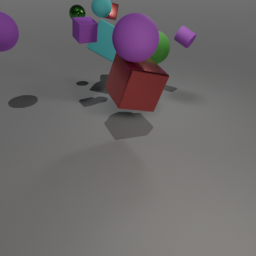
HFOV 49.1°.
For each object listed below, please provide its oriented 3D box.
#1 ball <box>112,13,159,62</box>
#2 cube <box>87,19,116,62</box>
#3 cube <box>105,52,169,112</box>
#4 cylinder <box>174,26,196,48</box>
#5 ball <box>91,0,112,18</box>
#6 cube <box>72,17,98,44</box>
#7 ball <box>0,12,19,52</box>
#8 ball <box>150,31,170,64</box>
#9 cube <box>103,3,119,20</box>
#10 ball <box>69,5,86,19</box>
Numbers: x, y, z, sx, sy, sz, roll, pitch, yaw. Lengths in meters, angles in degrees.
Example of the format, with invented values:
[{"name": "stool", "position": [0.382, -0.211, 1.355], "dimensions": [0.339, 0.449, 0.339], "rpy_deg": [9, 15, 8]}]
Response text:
[{"name": "ball", "position": [0.226, -2.673, 8.338], "dimensions": [1.400, 1.400, 1.400], "rpy_deg": [0, 29, 0]}, {"name": "cube", "position": [-0.820, -3.947, 12.949], "dimensions": [1.400, 1.400, 1.400], "rpy_deg": [29, 13, 2]}, {"name": "cube", "position": [0.249, -1.525, 9.321], "dimensions": [1.400, 1.400, 1.400], "rpy_deg": [3, 34, -30]}, {"name": "cylinder", "position": [2.502, -3.977, 12.261], "dimensions": [0.700, 0.700, 0.700], "rpy_deg": [39, 40, 10]}, {"name": "ball", "position": [-0.899, -4.146, 9.562], "dimensions": [0.700, 0.700, 0.700], "rpy_deg": [0, 29, 0]}, {"name": "cube", "position": [-1.550, -3.524, 10.069], "dimensions": [0.700, 0.700, 0.700], "rpy_deg": [-14, 44, -27]}, {"name": "ball", "position": [-4.725, -3.507, 10.208], "dimensions": [1.400, 1.400, 1.400], "rpy_deg": [0, 29, 0]}, {"name": "ball", "position": [1.082, -3.421, 11.910], "dimensions": [1.400, 1.400, 1.400], "rpy_deg": [0, 29, 0]}, {"name": "cube", "position": [-0.876, -5.432, 12.979], "dimensions": [0.700, 0.700, 0.700], "rpy_deg": [7, 20, -14]}, {"name": "ball", "position": [-2.183, -4.942, 12.075], "dimensions": [0.700, 0.700, 0.700], "rpy_deg": [0, 29, 0]}]
